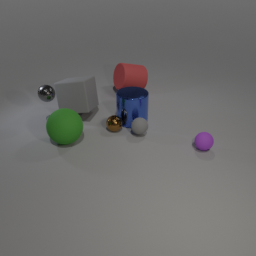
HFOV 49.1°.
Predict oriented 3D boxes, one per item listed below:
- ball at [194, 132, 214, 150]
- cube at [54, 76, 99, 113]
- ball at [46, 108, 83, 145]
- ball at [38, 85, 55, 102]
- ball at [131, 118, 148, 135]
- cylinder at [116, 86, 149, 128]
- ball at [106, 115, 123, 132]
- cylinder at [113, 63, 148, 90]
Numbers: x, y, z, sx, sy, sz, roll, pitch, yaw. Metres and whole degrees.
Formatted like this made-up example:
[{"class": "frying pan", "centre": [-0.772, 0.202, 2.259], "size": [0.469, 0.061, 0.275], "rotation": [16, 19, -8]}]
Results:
[{"class": "ball", "centre": [2.851, 0.493, 10.501], "size": [0.700, 0.700, 0.700], "rotation": [0, 31, 0]}, {"class": "cube", "centre": [-2.263, -1.495, 12.574], "size": [1.400, 1.400, 1.400], "rotation": [-2, 19, 14]}, {"class": "ball", "centre": [-2.441, -0.060, 10.831], "size": [1.400, 1.400, 1.400], "rotation": [0, 31, 0]}, {"class": "ball", "centre": [-3.325, -1.410, 11.438], "size": [0.700, 0.700, 0.700], "rotation": [0, 31, 0]}, {"class": "ball", "centre": [0.478, -0.077, 11.404], "size": [0.700, 0.700, 0.700], "rotation": [0, 31, 0]}, {"class": "cylinder", "centre": [0.190, -0.927, 12.284], "size": [1.400, 1.400, 1.400], "rotation": [0, 31, 0]}, {"class": "ball", "centre": [-0.568, -0.196, 11.766], "size": [0.700, 0.700, 0.700], "rotation": [0, 31, 0]}, {"class": "cylinder", "centre": [0.123, -2.714, 15.000], "size": [1.400, 1.400, 1.400], "rotation": [0, 27, -29]}]
